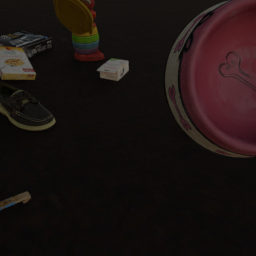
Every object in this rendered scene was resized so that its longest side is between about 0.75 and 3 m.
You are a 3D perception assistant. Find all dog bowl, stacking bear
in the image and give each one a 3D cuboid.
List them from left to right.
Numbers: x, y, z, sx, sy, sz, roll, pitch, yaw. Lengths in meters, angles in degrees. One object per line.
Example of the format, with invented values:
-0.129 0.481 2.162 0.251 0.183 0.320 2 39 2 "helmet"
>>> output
-1.948 -4.469 13.006 1.357 2.386 1.449 -14 36 -19 "stacking bear"
1.823 -0.730 4.058 2.523 2.523 0.930 1 6 2 "dog bowl"

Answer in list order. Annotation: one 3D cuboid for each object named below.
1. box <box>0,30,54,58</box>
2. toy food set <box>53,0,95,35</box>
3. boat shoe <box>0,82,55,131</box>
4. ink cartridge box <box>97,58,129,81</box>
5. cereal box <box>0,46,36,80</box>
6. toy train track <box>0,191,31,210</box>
-5.428 -4.305 14.331 2.497 0.621 1.969 22 40 29 "box"
-1.282 -3.191 7.270 1.134 1.927 0.629 28 75 -2 "toy food set"
-3.413 -0.749 8.817 2.763 0.908 0.987 24 41 32 "boat shoe"
-0.622 -2.388 11.625 0.843 0.484 1.439 13 36 19 "ink cartridge box"
-4.684 -2.648 11.370 1.312 0.360 1.823 -9 51 -40 "cereal box"
-2.809 1.755 5.743 1.622 0.264 0.930 -19 31 -35 "toy train track"
